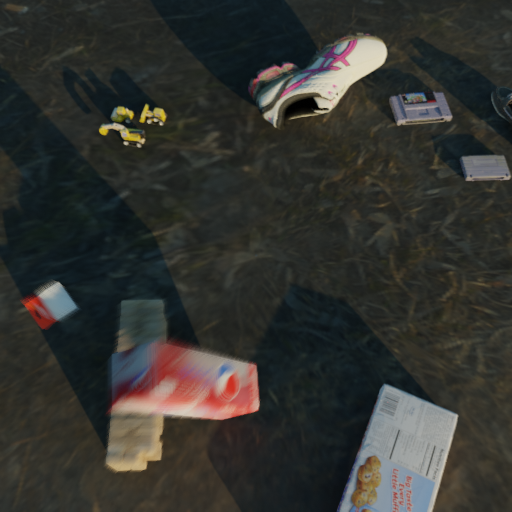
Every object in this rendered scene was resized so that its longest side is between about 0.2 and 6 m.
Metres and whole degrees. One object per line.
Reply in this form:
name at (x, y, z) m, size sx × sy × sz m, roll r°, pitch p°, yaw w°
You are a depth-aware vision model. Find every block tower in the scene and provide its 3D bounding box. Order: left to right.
block tower at (-1.992, 2.161, 9.616) m, size 0.749 × 0.801 × 2.772 m, roll -1°, pitch 61°, yaw -1°

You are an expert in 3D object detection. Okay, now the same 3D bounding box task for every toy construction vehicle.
toy construction vehicle at (-2.838, -3.106, 12.923) m, size 1.271 × 0.448 × 1.107 m, roll 12°, pitch 60°, yaw 7°

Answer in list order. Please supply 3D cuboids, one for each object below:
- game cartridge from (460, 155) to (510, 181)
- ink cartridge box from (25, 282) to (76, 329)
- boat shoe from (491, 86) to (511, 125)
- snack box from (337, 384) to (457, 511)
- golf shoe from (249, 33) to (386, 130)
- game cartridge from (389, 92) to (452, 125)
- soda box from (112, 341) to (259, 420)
game cartridge at (5.061, -1.951, 12.408) m, size 0.971 × 0.186 × 0.630 m, roll -1°, pitch 55°, yaw -1°
ink cartridge box at (-3.872, 0.936, 10.550) m, size 0.730 × 0.172 × 0.584 m, roll -35°, pitch 91°, yaw -21°
boat shoe at (6.148, -3.267, 12.919) m, size 0.724 × 0.617 × 2.165 m, roll -10°, pitch 60°, yaw -6°
snack box at (2.014, 3.908, 8.745) m, size 1.307 × 0.442 × 3.637 m, roll 22°, pitch 62°, yaw 12°
golf shoe at (1.617, -3.967, 13.064) m, size 3.374 × 1.225 × 1.554 m, roll -25°, pitch 67°, yaw -3°
game cartridge at (3.895, -3.519, 13.312) m, size 1.302 × 0.250 × 0.844 m, roll -6°, pitch 64°, yaw -3°
soda box at (-1.011, 1.992, 8.660) m, size 0.885 × 2.528 × 0.802 m, roll -22°, pitch 61°, yaw 29°
